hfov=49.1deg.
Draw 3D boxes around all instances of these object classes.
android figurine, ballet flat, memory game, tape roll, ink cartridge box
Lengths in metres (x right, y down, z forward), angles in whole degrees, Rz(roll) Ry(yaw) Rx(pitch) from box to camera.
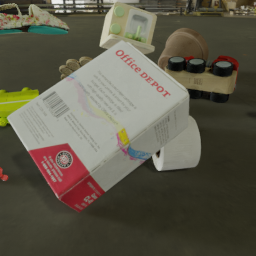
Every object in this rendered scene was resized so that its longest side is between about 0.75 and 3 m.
[{"bbox_3d":[-3.671,-0.717,9.089,2.422,0.546,2.661,-9,27,-19],"label":"android figurine"},{"bbox_3d":[-2.583,-2.703,6.940,2.226,0.711,0.842,-9,10,-24],"label":"ballet flat"},{"bbox_3d":[-1.154,-1.700,9.592,2.410,2.410,0.154,4,70,8],"label":"memory game"},{"bbox_3d":[1.020,0.330,6.262,0.816,1.189,1.189,-4,27,-9],"label":"tape roll"},{"bbox_3d":[-0.493,-0.110,5.346,2.751,1.178,2.030,-35,60,-12],"label":"ink cartridge box"}]

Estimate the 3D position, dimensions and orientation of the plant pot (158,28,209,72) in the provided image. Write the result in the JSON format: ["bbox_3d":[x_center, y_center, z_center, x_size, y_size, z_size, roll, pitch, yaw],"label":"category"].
[{"bbox_3d":[2.347,-3.207,12.802,2.102,2.102,1.833,19,49,33],"label":"plant pot"}]

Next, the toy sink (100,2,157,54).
[{"bbox_3d":[0.026,-3.621,10.372,1.632,1.403,2.504,11,7,-14],"label":"toy sink"}]

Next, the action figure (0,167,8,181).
[{"bbox_3d":[-3.128,0.939,6.048,1.184,0.306,0.387,11,34,12],"label":"action figure"}]

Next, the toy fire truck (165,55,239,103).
[{"bbox_3d":[3.049,-2.198,11.144,2.535,1.853,2.879,12,39,23],"label":"toy fire truck"}]
